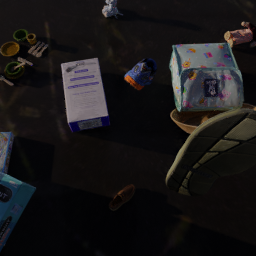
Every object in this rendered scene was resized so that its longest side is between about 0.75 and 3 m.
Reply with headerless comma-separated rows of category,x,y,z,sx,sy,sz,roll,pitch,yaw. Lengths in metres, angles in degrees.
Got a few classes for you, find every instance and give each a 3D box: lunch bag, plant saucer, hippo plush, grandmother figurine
lunch bag,2.390,-1.501,8.765,1.949,1.395,2.289,-2,56,-1
plant saucer,2.511,-0.248,8.129,2.514,0.445,2.514,-5,20,2
hippo plush,-0.670,-4.679,10.841,0.618,0.624,0.776,-38,70,-17
grandmother figurine,4.476,-3.451,10.341,1.738,0.526,1.054,-12,86,-9

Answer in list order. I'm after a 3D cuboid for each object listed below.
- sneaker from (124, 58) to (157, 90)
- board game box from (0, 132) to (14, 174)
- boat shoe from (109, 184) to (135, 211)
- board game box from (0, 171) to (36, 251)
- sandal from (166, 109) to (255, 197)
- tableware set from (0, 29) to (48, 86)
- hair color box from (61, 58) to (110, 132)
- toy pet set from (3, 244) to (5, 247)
sneaker,0.414,-1.231,6.003,0.540,0.562,1.433,44,27,-8
board game box,-4.022,0.802,8.353,0.945,0.241,1.406,1,64,0
boat shoe,-0.150,1.913,7.767,0.920,0.311,0.331,-40,70,-18
board game box,-3.930,2.318,6.973,2.091,0.650,2.770,18,71,23
sandal,1.515,0.467,5.371,1.138,2.866,0.818,27,54,-2
tableware set,-4.050,-2.622,9.990,1.500,0.342,2.227,27,67,13
hair color box,-1.380,-1.093,9.025,1.235,0.732,2.260,-10,66,-4
toy pet set,-3.607,2.891,7.174,0.785,0.447,0.841,41,70,13
